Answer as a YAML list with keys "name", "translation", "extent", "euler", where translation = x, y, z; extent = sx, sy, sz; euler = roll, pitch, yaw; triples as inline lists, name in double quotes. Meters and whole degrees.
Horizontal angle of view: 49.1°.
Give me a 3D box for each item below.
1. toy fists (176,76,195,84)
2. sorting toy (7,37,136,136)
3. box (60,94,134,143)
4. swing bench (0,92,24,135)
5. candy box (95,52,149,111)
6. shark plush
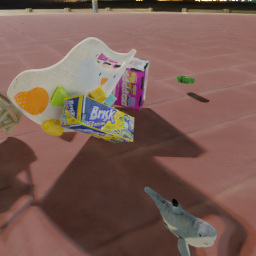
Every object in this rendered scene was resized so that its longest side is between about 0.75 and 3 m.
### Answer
- name: "toy fists"
  translation: [2.355, -2.000, 11.649]
  extent: [0.435, 0.294, 0.854]
  euler: [1, 17, -30]
- name: "sorting toy"
  translation: [-1.072, -1.219, 7.489]
  extent: [2.994, 2.695, 1.600]
  euler: [-6, 56, -54]
- name: "box"
  translation: [-0.682, -0.163, 7.080]
  extent: [0.666, 0.726, 2.072]
  euler: [-7, -17, 35]
- name: "swing bench"
  translation: [-3.783, -0.639, 7.679]
  extent: [1.488, 0.970, 1.496]
  euler: [42, -1, -1]
- name: "candy box"
  translation: [-0.596, -1.726, 9.847]
  extent: [2.494, 1.701, 0.761]
  euler: [14, 45, 9]
- name: "shark plush"
  translation: [0.875, 1.403, 4.680]
  extent: [0.678, 0.622, 1.493]
  euler: [-23, 39, -15]
